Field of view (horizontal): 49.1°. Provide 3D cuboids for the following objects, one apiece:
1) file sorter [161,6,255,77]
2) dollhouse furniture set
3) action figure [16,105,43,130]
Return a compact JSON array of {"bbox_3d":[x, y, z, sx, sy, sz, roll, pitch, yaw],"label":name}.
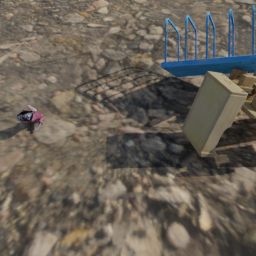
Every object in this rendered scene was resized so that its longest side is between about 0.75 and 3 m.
[{"bbox_3d":[2.470,-2.471,8.348,2.532,1.553,1.757,1,2,24],"label":"file sorter"},{"bbox_3d":[3.094,-0.283,7.439,2.715,1.804,2.380,4,34,-22],"label":"dollhouse furniture set"},{"bbox_3d":[-2.661,-0.353,7.868,0.618,0.687,0.923,32,13,17],"label":"action figure"}]
